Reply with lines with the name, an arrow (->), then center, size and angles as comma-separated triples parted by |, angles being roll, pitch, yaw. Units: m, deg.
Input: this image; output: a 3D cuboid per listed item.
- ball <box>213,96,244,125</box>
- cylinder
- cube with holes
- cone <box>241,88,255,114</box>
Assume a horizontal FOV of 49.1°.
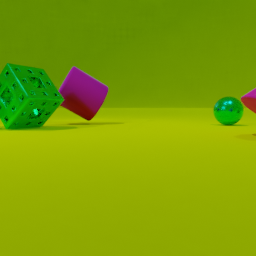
ball -> 3.019, -0.515, 8.433 | 0.870, 0.870, 0.870 | 0, 4, 0
cylinder -> -1.510, -1.094, 9.047 | 1.308, 1.308, 1.308 | 30, -5, -18
cube with holes -> -2.576, -0.769, 7.062 | 1.113, 1.113, 1.113 | -44, -18, 25
cone -> 3.132, -0.840, 5.092 | 1.487, 1.492, 1.487 | 30, 3, -2
